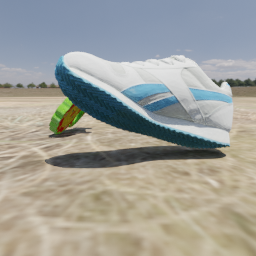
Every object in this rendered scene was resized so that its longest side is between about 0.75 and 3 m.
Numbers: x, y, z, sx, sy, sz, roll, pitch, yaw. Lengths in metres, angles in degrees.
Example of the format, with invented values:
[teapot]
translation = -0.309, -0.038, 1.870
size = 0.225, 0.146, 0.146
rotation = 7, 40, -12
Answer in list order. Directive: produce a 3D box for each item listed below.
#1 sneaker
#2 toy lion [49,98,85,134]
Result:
[sneaker]
translation = 0.329, -0.515, 4.038
size = 2.751, 1.111, 1.053
rotation = 18, -14, -24
[toy lion]
translation = -1.247, -0.398, 6.371
size = 0.493, 1.377, 1.437
rotation = 36, -19, 3
